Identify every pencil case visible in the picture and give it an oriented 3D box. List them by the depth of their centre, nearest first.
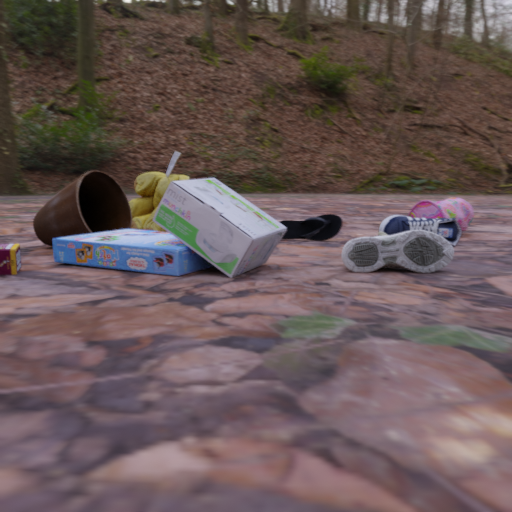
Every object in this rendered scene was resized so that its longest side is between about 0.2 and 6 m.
[{"bbox_3d":[4.778,-0.961,14.490,1.073,1.073,2.455,6,11,36],"label":"pencil case"}]

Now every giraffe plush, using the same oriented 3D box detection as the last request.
[{"bbox_3d":[-1.913,-1.234,14.101,1.870,2.306,1.989,26,17,-48],"label":"giraffe plush"}]

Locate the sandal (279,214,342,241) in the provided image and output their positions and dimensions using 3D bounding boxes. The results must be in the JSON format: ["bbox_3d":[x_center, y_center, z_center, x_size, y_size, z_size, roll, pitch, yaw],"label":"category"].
[{"bbox_3d":[1.272,-0.663,13.571,1.638,0.623,0.351,-8,-15,14],"label":"sandal"}]

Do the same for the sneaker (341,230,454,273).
[{"bbox_3d":[2.341,-0.100,9.449,1.844,0.718,0.916,1,5,3],"label":"sneaker"}]

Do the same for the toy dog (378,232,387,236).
[{"bbox_3d":[2.316,-0.151,10.318,0.439,0.316,0.453,27,57,29],"label":"toy dog"}]

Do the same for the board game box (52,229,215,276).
[{"bbox_3d":[-1.936,-0.122,10.174,2.701,0.494,2.043,4,9,27],"label":"board game box"}]

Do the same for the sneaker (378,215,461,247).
[{"bbox_3d":[3.720,-0.544,12.489,2.000,0.701,1.085,-2,6,-36],"label":"sneaker"}]

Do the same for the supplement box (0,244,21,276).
[{"bbox_3d":[-4.281,0.067,9.015,0.861,0.444,0.564,-2,12,-15],"label":"supplement box"}]

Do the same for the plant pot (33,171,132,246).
[{"bbox_3d":[-3.899,-0.804,12.097,1.744,1.630,1.630,-15,1,25],"label":"plant pot"}]

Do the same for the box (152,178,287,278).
[{"bbox_3d":[-0.563,-0.538,9.321,1.680,0.812,1.483,35,22,13],"label":"box"}]
